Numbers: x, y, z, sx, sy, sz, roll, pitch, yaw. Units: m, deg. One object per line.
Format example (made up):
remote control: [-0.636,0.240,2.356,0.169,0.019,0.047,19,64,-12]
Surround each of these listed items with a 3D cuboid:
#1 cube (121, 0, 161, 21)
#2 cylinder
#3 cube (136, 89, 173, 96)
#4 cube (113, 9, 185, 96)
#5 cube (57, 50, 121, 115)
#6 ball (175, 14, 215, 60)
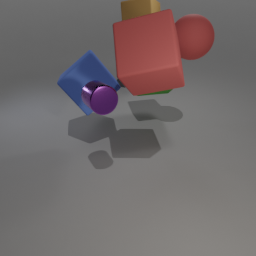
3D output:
cube: [0.617,-4.872,12.482,1.400,1.400,1.400,0,12,22]
cylinder: [-0.683,-0.733,6.692,0.700,0.700,0.700,-14,24,-22]
cube: [1.033,-2.134,10.804,1.400,1.400,1.400,-6,-8,-12]
cube: [0.543,-1.754,6.854,1.400,1.400,1.400,-9,-14,15]
cube: [-1.272,-1.513,9.138,1.400,1.400,1.400,-39,21,6]
ball: [2.037,-2.892,8.954,1.400,1.400,1.400,0,30,0]
